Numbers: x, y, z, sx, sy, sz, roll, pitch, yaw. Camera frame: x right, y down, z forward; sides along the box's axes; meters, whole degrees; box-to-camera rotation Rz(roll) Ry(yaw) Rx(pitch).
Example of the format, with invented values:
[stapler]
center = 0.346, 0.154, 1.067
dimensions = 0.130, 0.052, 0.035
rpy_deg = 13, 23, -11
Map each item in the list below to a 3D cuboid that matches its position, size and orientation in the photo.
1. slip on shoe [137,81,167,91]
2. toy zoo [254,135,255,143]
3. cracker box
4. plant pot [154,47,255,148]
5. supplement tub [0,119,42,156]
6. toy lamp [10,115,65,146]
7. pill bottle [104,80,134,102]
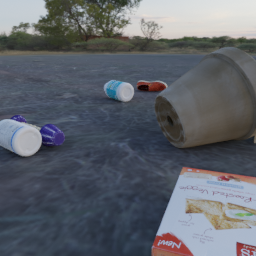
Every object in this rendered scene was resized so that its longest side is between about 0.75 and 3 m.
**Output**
[slip on shoe]
center = 1.142, -1.981, 13.580
dimensions = 1.526, 0.565, 0.467
rpy_deg = 7, 45, 15
[toy zoo]
center = 4.269, 0.050, 7.554
dimensions = 1.492, 0.233, 2.275
rpy_deg = 9, 20, 26
[cracker box]
center = 1.153, 1.191, 3.458
dimensions = 1.307, 0.563, 1.951
rpy_deg = 6, 19, 18
[plant pot]
center = 1.813, -0.501, 6.659
dimensions = 1.988, 2.292, 2.292
rpy_deg = -24, 24, -15
[supplement tub]
center = -2.514, 0.207, 6.358
dimensions = 1.030, 0.680, 0.680
rpy_deg = 14, 23, 40
[toy lamp]
center = -2.295, 0.068, 7.045
dimensions = 1.937, 0.564, 0.564
rpy_deg = 15, 23, 41
[pill bottle]
center = -0.450, -1.584, 11.770
dimensions = 0.776, 0.776, 1.401
rpy_deg = -13, 22, -35
